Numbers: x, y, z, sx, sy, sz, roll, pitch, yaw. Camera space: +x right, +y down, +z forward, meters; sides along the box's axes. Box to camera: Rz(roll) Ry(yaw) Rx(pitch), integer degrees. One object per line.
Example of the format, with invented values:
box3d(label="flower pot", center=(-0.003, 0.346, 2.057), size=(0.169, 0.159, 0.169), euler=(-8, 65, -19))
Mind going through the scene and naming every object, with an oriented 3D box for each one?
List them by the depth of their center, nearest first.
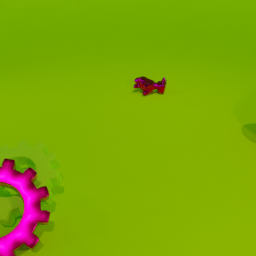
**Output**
box3d(label="gear", center=(-1.981, 1.245, 4.192), size=(1.559, 0.288, 1.559), euler=(7, 63, -14))
box3d(label="gear", center=(-2.018, 0.938, 5.074), size=(1.575, 0.291, 1.575), euler=(-4, 50, 5))
box3d(label="cow figurine", center=(0.810, -1.517, 9.720), size=(1.005, 0.552, 0.989), euler=(37, 50, 27))
